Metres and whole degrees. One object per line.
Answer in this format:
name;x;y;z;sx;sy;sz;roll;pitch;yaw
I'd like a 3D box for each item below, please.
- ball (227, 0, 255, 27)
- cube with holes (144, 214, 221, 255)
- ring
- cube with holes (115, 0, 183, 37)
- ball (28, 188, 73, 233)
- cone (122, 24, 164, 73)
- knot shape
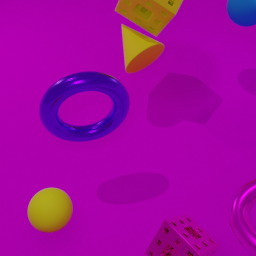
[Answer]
ball;3.298;-3.368;7.625;1.149;1.149;1.149;0;58;0
cube with holes;0.937;2.113;4.866;0.781;0.781;0.781;39;108;38
ring;-0.847;-0.368;5.674;1.830;1.830;0.366;-14;51;-8
cube with holes;0.644;-3.352;6.891;1.284;1.284;1.284;29;80;-11
ball;-1.284;1.360;4.649;0.717;0.717;0.717;0;58;0
cone;0.143;-2.299;7.446;1.191;1.191;1.195;-29;80;-17
knot shape;2.153;1.034;3.661;1.698;0.839;1.815;-33;88;-10
